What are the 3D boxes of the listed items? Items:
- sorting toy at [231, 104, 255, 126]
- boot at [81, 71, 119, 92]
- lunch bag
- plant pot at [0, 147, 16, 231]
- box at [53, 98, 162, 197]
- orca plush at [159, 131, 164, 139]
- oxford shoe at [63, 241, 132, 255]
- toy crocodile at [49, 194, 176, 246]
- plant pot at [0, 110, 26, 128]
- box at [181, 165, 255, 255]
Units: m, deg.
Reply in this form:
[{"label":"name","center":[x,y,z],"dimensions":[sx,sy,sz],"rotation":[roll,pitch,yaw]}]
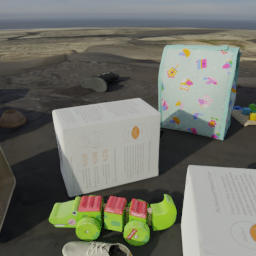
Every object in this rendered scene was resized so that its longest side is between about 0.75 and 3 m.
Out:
[{"label":"sorting toy","center":[4.770,-0.472,10.438],"dimensions":[1.444,0.349,2.565],"rotation":[-2,25,-5]},{"label":"boot","center":[-1.141,-2.439,14.451],"dimensions":[1.683,0.670,2.042],"rotation":[19,26,31]},{"label":"lunch bag","center":[2.313,-1.331,9.312],"dimensions":[2.430,2.853,1.740],"rotation":[11,27,25]},{"label":"plant pot","center":[-3.620,1.055,5.416],"dimensions":[1.827,2.061,2.063],"rotation":[-15,26,-5]},{"label":"box","center":[-0.500,0.392,6.865],"dimensions":[2.316,1.763,1.231],"rotation":[-10,26,-20]},{"label":"orca plush","center":[0.430,-0.152,9.031],"dimensions":[1.817,0.956,0.646],"rotation":[22,22,37]},{"label":"oxford shoe","center":[-0.506,2.126,4.795],"dimensions":[1.307,0.377,0.491],"rotation":[5,28,17]},{"label":"toy crocodile","center":[-0.298,1.642,5.389],"dimensions":[2.416,0.746,0.816],"rotation":[2,25,6]},{"label":"plant pot","center":[-4.223,-0.392,10.181],"dimensions":[0.935,0.431,0.935],"rotation":[0,26,0]},{"label":"box","center":[2.272,1.776,4.238],"dimensions":[2.726,1.450,2.076],"rotation":[3,25,7]}]
